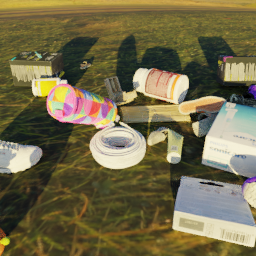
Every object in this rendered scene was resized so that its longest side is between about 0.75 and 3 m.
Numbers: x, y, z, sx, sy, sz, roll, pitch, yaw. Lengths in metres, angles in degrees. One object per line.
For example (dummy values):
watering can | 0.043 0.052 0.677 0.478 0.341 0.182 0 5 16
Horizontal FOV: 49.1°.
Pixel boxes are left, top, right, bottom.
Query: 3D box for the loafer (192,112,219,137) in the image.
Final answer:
loafer | 3.143 -0.334 11.124 0.674 0.673 1.928 -30 5 44

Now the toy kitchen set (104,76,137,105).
toy kitchen set | -0.614 -1.654 12.273 1.209 1.337 1.482 -18 1 -27

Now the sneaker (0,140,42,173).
sneaker | -4.054 0.824 9.011 2.450 0.986 0.936 -7 29 -14

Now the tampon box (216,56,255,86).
tampon box | 6.035 -3.044 14.712 2.329 1.470 1.746 1 16 4

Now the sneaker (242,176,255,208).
sneaker | 4.349 1.552 7.855 2.868 0.997 1.427 2 25 -10

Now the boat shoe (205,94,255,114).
boat shoe | 4.697 -0.988 12.105 2.941 0.936 1.040 6 31 11

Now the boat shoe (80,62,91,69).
boat shoe | -2.722 -4.073 17.925 0.393 0.354 1.093 12 33 20

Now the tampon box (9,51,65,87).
tampon box | -4.905 -3.238 15.387 2.339 1.476 1.753 5 31 8

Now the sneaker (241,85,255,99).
sneaker | 5.881 -1.597 13.451 0.897 0.627 1.803 3 31 7

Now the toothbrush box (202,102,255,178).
toothbrush box | 3.949 0.323 9.622 2.041 1.189 2.787 15 33 23

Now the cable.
cable | -0.351 0.624 9.655 1.925 0.666 1.925 -27 40 -36

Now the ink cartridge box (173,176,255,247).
ink cartridge box | 2.249 2.094 7.521 1.879 0.660 2.312 8 10 13

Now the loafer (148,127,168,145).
loafer | 1.163 0.299 10.426 0.439 0.440 1.258 12 31 33

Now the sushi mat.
sushi mat | 1.151 -0.627 12.244 2.920 0.177 1.397 -2 30 -5

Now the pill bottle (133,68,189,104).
pill bottle | 1.555 -2.098 13.542 2.409 1.375 1.375 19 36 29

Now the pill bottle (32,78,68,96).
pill bottle | -3.855 -2.047 13.959 1.631 0.891 0.891 -3 31 -5

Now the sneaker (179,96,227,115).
sneaker | 3.159 -0.978 11.685 1.980 0.707 0.791 -3 11 31

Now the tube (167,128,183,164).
tube | 1.673 0.595 9.959 0.459 0.513 1.769 -16 25 19

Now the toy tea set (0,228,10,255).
toy tea set | -4.046 2.620 6.294 2.906 1.076 1.728 21 66 26

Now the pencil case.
pencil case | -1.373 -0.626 9.185 1.216 1.216 2.752 18 2 27
